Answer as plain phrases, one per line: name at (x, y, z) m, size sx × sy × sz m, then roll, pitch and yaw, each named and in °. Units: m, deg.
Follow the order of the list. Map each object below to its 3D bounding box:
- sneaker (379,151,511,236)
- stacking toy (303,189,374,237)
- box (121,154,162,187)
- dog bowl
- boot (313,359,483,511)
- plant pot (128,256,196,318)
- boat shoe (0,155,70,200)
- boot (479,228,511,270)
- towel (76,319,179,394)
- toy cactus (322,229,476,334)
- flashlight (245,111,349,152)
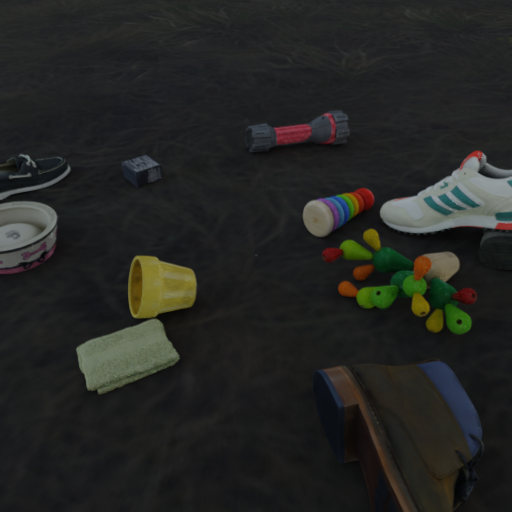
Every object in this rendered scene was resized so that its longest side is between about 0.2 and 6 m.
sneaker at (3.948, -1.301, 10.932) m, size 3.206 × 1.499 × 1.129 m, roll 1°, pitch 28°, yaw 34°
stacking toy at (1.849, -1.001, 11.764) m, size 1.791 × 0.764 × 0.764 m, roll -23°, pitch 42°, yaw -35°
box at (-2.723, -2.029, 13.349) m, size 0.692 × 0.430 × 0.698 m, roll -23°, pitch 42°, yaw -30°
dog bowl at (-4.703, -0.335, 10.827) m, size 1.781 × 0.657 × 1.781 m, roll 0°, pitch 35°, yaw 0°
boot at (2.099, 2.465, 6.344) m, size 1.816 × 1.400 × 3.748 m, roll -11°, pitch 35°, yaw -11°
plant pot at (-1.558, 0.532, 9.397) m, size 0.963 × 1.023 × 1.023 m, roll 3°, pitch 32°, yaw -25°
boat shoe at (-5.497, -1.917, 12.929) m, size 0.925 × 0.738 × 2.447 m, roll 29°, pitch 45°, yaw 34°
boot at (5.478, -0.300, 10.658) m, size 2.384 × 0.807 × 1.557 m, roll 12°, pitch 35°, yaw 20°
towel at (-1.988, 1.511, 8.613) m, size 1.417 × 0.259 × 1.052 m, roll -17°, pitch 40°, yaw -22°
toy cactus at (2.705, 0.271, 9.671) m, size 2.246 × 1.392 × 2.721 m, roll -18°, pitch 30°, yaw -38°
flashlight at (1.086, -3.222, 14.636) m, size 2.630 × 0.890 × 0.894 m, roll -10°, pitch 39°, yaw -15°
